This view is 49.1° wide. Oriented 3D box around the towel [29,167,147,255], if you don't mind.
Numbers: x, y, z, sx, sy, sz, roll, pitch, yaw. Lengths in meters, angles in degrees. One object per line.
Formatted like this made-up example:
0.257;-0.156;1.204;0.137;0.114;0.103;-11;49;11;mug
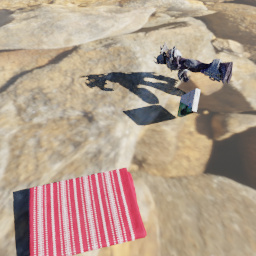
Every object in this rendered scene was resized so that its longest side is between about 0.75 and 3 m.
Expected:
-0.992;1.974;6.620;2.593;0.292;1.875;-10;49;-8;towel

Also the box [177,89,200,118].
1.858;-0.750;8.648;0.179;0.983;0.710;16;77;-13;box

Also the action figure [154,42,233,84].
2.076;-2.117;9.503;2.743;1.785;0.951;17;92;27;action figure
